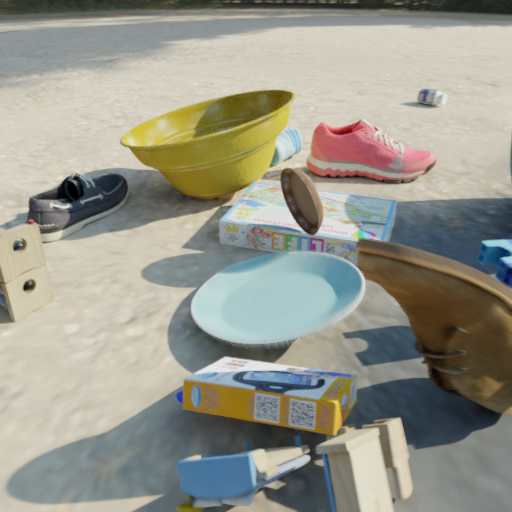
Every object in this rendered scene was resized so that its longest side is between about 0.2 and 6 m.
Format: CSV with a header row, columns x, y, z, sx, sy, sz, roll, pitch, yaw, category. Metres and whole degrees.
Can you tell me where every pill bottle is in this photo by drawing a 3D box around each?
x,y,z,sx,sy,sz,roll,pitch,yaw,category
5.724,-5.148,18.217,0.864,0.480,0.480,24,37,36,pill bottle

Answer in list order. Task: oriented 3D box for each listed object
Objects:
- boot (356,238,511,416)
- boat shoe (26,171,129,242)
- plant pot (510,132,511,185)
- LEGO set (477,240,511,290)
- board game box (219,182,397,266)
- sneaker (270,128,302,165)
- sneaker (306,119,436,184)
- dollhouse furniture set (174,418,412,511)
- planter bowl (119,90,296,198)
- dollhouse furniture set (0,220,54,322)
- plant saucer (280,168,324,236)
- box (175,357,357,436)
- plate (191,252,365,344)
x,y,z,sx,sy,sz,roll,pitch,yaw,category
2.025,0.784,5.686,3.018,1.139,1.111,31,-4,-29,boot
-3.352,-1.180,10.803,0.970,0.837,2.670,12,32,20,boat shoe
6.122,-1.772,10.137,3.139,2.519,3.139,1,29,0,plant pot
3.889,0.784,6.842,1.440,1.338,3.509,-4,31,-12,LEGO set
0.993,-0.625,10.177,2.840,0.486,1.909,10,30,17,board game box
0.344,-2.913,14.010,1.251,0.762,1.917,-24,47,-33,sneaker
2.602,-2.405,12.548,2.917,1.265,1.075,3,30,4,sneaker
0.388,2.258,5.148,1.732,1.130,1.635,-16,-14,28,dollhouse furniture set
-0.826,-2.181,11.588,3.645,1.518,3.645,-11,26,6,planter bowl
-4.091,0.293,7.657,1.366,1.359,1.939,19,34,30,dollhouse furniture set
0.757,-0.892,8.947,0.201,1.167,1.167,-25,36,-16,plant saucer
0.079,1.450,6.064,1.846,0.383,1.099,6,4,20,box
0.306,0.604,7.889,2.450,0.313,2.450,-10,25,5,plate
